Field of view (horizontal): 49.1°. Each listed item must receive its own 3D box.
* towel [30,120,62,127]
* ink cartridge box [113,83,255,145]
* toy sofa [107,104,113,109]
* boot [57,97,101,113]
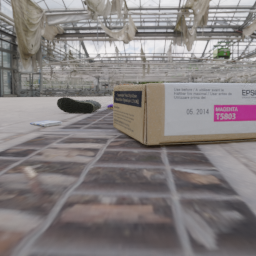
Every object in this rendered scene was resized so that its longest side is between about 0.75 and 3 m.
[{"bbox_3d":[-2.330,-0.129,7.957,0.813,0.097,0.597,5,11,43],"label":"towel"},{"bbox_3d":[1.365,-0.411,6.152,2.984,1.121,2.458,-1,7,-16],"label":"ink cartridge box"},{"bbox_3d":[-0.442,-1.607,15.869,1.123,0.953,2.302,2,8,9],"label":"toy sofa"},{"bbox_3d":[-2.171,-1.079,12.828,1.770,0.706,1.947,14,14,-3],"label":"boot"}]
